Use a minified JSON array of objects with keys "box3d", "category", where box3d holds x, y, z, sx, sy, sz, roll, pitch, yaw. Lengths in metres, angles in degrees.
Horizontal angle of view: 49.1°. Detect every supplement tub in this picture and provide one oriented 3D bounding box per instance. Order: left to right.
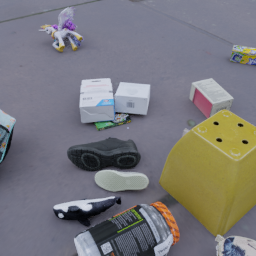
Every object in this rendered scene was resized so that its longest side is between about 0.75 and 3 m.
[{"box3d":[0.001,2.511,6.146,2.088,1.280,1.280,-20,46,-21],"category":"supplement tub"}]

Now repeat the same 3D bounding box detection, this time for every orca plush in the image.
[{"box3d":[-1.007,2.178,7.208,1.740,0.619,0.915,-9,-1,-15],"category":"orca plush"}]

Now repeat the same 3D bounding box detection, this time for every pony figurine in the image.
[{"box3d":[-3.176,-4.816,14.080,2.029,1.750,2.102,-33,67,-19],"category":"pony figurine"}]

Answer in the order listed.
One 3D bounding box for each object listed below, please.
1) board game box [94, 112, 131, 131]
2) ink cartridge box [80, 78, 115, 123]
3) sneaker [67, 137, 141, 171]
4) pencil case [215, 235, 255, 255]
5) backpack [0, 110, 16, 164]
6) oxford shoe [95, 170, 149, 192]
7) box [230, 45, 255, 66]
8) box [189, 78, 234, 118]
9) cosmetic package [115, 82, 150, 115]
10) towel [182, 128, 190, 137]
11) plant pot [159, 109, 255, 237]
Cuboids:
[{"box3d":[-0.579,-0.292,10.028,1.253,0.147,0.656,-15,47,-16],"category":"board game box"},{"box3d":[-1.138,-1.070,10.358,1.187,0.694,2.046,-4,36,-4],"category":"ink cartridge box"},{"box3d":[-0.741,0.733,8.558,2.183,0.829,0.991,3,34,-8],"category":"sneaker"},{"box3d":[2.118,3.326,5.542,1.019,0.886,2.278,9,43,19],"category":"pencil case"},{"box3d":[-4.255,0.321,8.051,1.620,1.858,2.113,38,29,-22],"category":"backpack"},{"box3d":[-0.169,1.480,7.914,1.560,0.587,0.451,1,1,12],"category":"oxford shoe"},{"box3d":[5.734,-3.314,12.968,1.820,0.585,0.638,14,44,15],"category":"box"},{"box3d":[3.061,-1.098,10.424,0.904,0.770,1.413,-15,45,-15],"category":"box"},{"box3d":[0.181,-1.110,10.366,1.172,0.723,1.176,6,34,7],"category":"cosmetic package"},{"box3d":[2.105,0.369,9.022,0.784,0.519,0.135,27,49,27],"category":"towel"},{"box3d":[2.359,0.874,7.203,2.184,2.249,2.198,-28,49,-27],"category":"plant pot"}]
